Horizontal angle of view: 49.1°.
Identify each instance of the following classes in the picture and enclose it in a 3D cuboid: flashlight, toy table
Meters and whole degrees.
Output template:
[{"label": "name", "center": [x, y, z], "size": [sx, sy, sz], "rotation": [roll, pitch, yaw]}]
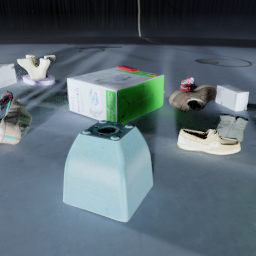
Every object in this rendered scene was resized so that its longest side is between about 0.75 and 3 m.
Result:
[{"label": "flashlight", "center": [-5.215, -1.141, 11.584], "size": [0.485, 0.487, 1.434], "rotation": [-1, 22, 1]}, {"label": "toy table", "center": [-5.014, -3.259, 15.601], "size": [2.368, 1.387, 2.177], "rotation": [15, 27, 30]}]

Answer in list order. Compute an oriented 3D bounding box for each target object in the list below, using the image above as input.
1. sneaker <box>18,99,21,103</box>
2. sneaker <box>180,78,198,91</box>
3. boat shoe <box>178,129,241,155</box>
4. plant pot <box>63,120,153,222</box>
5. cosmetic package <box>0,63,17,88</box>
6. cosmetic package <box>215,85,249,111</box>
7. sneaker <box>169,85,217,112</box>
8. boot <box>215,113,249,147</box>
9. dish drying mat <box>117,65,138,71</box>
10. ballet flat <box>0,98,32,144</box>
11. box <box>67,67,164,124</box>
[{"label": "sneaker", "center": [-4.556, -0.942, 11.343], "size": [0.377, 0.322, 0.865], "rotation": [-8, 22, -6]}, {"label": "sneaker", "center": [3.051, -1.789, 12.653], "size": [1.540, 0.866, 0.549], "rotation": [16, 27, 33]}, {"label": "boat shoe", "center": [2.266, 0.331, 7.815], "size": [1.717, 0.594, 0.633], "rotation": [4, 22, 9]}, {"label": "plant pot", "center": [-0.369, 0.694, 5.738], "size": [1.479, 1.506, 1.475], "rotation": [10, 24, 23]}, {"label": "cosmetic package", "center": [-7.631, -2.860, 14.972], "size": [2.790, 1.132, 1.574], "rotation": [9, 24, 18]}, {"label": "cosmetic package", "center": [4.243, -1.254, 11.487], "size": [0.561, 0.780, 1.383], "rotation": [-6, 21, -15]}, {"label": "sneaker", "center": [2.807, -1.054, 11.236], "size": [2.527, 0.890, 0.954], "rotation": [-14, 49, -30]}, {"label": "boot", "center": [2.686, -0.003, 8.176], "size": [1.443, 0.942, 0.489], "rotation": [6, 23, 14]}, {"label": "dish drying mat", "center": [-0.022, -2.503, 11.746], "size": [0.404, 0.096, 1.052], "rotation": [-15, 27, -32]}, {"label": "ballet flat", "center": [-3.600, -0.189, 9.027], "size": [0.896, 0.907, 2.664], "rotation": [16, 23, -18]}, {"label": "box", "center": [-0.424, -1.342, 10.928], "size": [2.537, 1.390, 2.875], "rotation": [20, 30, 36]}]
